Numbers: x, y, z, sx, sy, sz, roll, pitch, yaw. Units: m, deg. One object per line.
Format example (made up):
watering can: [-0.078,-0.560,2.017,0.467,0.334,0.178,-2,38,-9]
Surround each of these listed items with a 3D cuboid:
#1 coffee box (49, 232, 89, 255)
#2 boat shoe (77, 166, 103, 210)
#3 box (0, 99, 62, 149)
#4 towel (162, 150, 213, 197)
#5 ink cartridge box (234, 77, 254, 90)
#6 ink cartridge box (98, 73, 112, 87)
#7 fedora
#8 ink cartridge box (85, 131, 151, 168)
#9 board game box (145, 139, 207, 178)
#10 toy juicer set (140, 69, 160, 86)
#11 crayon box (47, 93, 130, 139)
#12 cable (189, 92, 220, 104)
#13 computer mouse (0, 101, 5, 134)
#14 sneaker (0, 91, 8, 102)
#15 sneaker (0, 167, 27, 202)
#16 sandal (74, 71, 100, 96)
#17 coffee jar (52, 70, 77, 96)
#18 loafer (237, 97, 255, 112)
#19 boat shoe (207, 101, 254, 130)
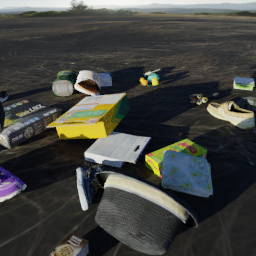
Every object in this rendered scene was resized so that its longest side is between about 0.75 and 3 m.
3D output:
coffee box: [-1.126,2.376,5.170,0.448,0.316,0.792,14,30,25]
boat shoe: [-0.882,1.381,6.856,0.669,0.521,1.473,-10,26,-9]
box: [-3.875,-0.240,9.959,1.934,0.589,2.399,19,32,27]
towel: [1.494,1.135,7.087,1.274,0.307,1.090,13,42,-2]
ink cartridge box: [5.673,-2.099,13.723,0.886,0.454,1.199,10,30,17]
ink cartridge box: [-1.226,-2.524,14.620,0.655,0.383,1.128,-7,28,-13]
fedora: [0.156,1.702,5.363,2.213,2.213,1.011,15,61,27]
ink cartridge box: [-0.257,0.633,8.522,1.575,0.320,1.572,9,28,20]
board game box: [1.390,0.856,8.038,1.629,0.388,0.827,-18,32,-31]
toy juicer set: [1.172,-2.578,14.771,1.037,0.443,1.630,-10,29,17]
crayon box: [-1.229,-0.363,9.660,1.777,0.729,2.826,-3,23,21]
cable: [3.417,-1.335,12.551,0.877,0.454,1.806,2,9,43]
computer mouse: [-3.139,-0.867,5.798,2.041,1.433,0.470,34,42,21]
sneaker: [-5.876,-1.409,12.179,0.592,0.636,1.474,13,29,21]
sneaker: [-3.420,1.161,6.948,2.053,0.857,0.828,16,31,27]
sandal: [-1.917,-2.395,13.485,1.156,0.865,3.017,17,22,-20]
coffee jar: [-3.002,-2.225,13.567,0.985,0.806,1.889,-2,28,-1]
loafer: [5.252,-0.899,11.316,1.593,0.572,0.501,2,33,0]
boat shoe: [3.911,-0.645,10.627,0.768,0.689,2.076,-17,32,-30]
